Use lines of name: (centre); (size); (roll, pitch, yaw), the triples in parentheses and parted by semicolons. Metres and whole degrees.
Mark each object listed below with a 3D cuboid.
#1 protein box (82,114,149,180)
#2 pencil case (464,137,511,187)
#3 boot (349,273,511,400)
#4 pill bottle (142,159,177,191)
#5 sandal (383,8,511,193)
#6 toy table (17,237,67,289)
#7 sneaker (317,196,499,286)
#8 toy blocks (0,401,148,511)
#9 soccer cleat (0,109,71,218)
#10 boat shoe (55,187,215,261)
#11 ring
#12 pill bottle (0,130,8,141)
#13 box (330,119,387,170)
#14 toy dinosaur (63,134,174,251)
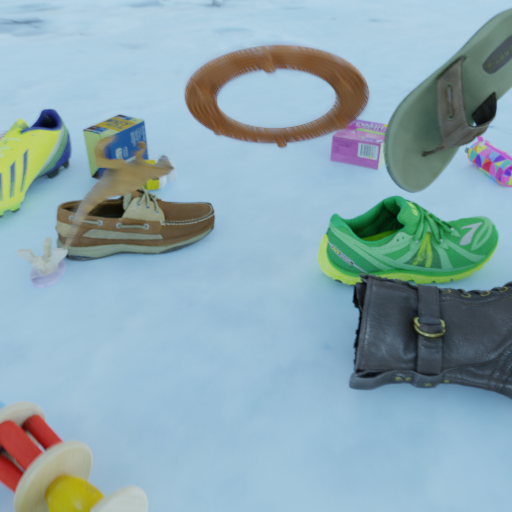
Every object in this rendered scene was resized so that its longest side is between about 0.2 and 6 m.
protein box: (-2.901, -2.243, 11.724); (0.729, 1.073, 1.080); (18, 37, 25)
pencil case: (5.001, -1.973, 11.749); (0.625, 0.625, 1.414); (-8, 35, -12)
boot: (2.689, 0.605, 7.247); (2.828, 1.124, 3.248); (10, 40, 15)
pill bottle: (-2.172, -1.604, 11.176); (1.097, 0.611, 0.611); (-12, 35, -17)
sandal: (2.054, -1.546, 5.527); (0.833, 2.098, 0.599); (33, 16, -18)
toy table: (-3.285, 0.090, 8.705); (0.740, 0.472, 0.805); (-7, 35, -11)
sneaker: (2.427, -0.283, 8.558); (2.973, 1.243, 1.101); (-7, 33, -12)
toy blocks: (-2.488, 2.247, 5.035); (2.363, 0.858, 1.970); (23, 39, 31)
soccer cleat: (-4.711, -1.836, 10.774); (1.099, 1.422, 3.399); (7, 34, 11)
boat shoe: (-1.995, -0.615, 9.308); (2.648, 0.978, 1.002); (-10, 34, -15)
ring: (0.283, -2.124, 7.971); (2.611, 2.611, 0.250); (-1, 76, -1)
pill bottle: (-5.887, -2.611, 12.911); (0.396, 0.396, 0.698); (16, 37, 23)
box: (2.423, -2.530, 12.583); (1.120, 0.616, 1.274); (16, 36, 23)
toy dinosaur: (-1.852, -1.006, 7.362); (1.967, 1.045, 0.594); (-37, 24, -32)
